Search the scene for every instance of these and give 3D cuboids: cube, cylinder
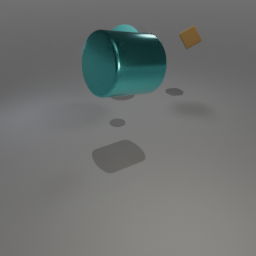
[{"bbox_3d":[2.695,-3.906,12.123,0.700,0.700,0.700,-27,6,16],"label":"cube"},{"bbox_3d":[-0.099,-1.429,6.289,1.400,1.400,1.400,-11,30,-38],"label":"cylinder"}]

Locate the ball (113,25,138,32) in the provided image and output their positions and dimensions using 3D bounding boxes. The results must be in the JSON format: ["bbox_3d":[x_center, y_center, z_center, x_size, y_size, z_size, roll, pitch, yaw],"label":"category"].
[{"bbox_3d":[-0.148,-3.656,11.911,1.400,1.400,1.400,0,29,0],"label":"ball"}]
